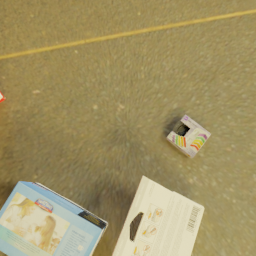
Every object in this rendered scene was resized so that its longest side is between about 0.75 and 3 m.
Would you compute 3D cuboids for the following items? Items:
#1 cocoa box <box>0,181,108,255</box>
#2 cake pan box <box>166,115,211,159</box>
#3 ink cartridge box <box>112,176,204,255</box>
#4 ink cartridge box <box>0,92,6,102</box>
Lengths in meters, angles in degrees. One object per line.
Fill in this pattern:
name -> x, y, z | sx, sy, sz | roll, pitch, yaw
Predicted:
cocoa box -> -1.969, 2.633, 7.206 | 2.418, 1.587, 1.612 | 28, 79, 7
cake pan box -> 1.834, 0.244, 8.578 | 1.044, 0.273, 0.962 | 40, 78, 8
ink cartridge box -> 0.707, 2.774, 7.215 | 2.159, 0.548, 2.450 | 30, 69, -18
ink cartridge box -> -4.353, -0.826, 7.782 | 1.323, 2.278, 0.766 | -35, 100, -9
